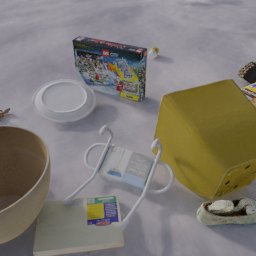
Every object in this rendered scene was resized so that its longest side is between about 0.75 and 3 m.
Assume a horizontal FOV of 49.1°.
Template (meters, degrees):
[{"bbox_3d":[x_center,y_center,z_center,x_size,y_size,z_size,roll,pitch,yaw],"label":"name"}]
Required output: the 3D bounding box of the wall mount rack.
[{"bbox_3d":[-0.297,1.230,7.283,2.744,1.023,2.384,15,69,24],"label":"wall mount rack"}]

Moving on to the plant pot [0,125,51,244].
[{"bbox_3d":[-3.028,1.511,6.335,2.785,1.870,2.785,-1,38,0],"label":"plant pot"}]

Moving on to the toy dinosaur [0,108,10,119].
[{"bbox_3d":[-4.996,-0.374,10.047,1.545,0.467,0.820,-12,18,-26],"label":"toy dinosaur"}]

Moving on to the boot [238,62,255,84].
[{"bbox_3d":[5.972,-2.283,11.970,2.165,0.792,1.630,-27,50,-15],"label":"boot"}]

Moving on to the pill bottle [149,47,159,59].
[{"bbox_3d":[1.314,-3.871,14.449,0.421,0.421,0.752,12,40,15],"label":"pill bottle"}]

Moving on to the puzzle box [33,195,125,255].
[{"bbox_3d":[-1.142,2.278,6.665,2.003,0.255,1.333,-4,38,-6],"label":"puzzle box"}]

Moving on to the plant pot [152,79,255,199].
[{"bbox_3d":[2.289,0.463,7.527,2.297,2.312,2.365,-15,50,-19],"label":"plant pot"}]

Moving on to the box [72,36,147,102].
[{"bbox_3d":[-0.733,-2.369,11.185,2.988,2.041,0.563,17,40,20],"label":"box"}]

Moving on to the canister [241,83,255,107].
[{"bbox_3d":[4.695,-0.807,9.985,2.534,1.097,1.882,-21,43,-23],"label":"canister"}]

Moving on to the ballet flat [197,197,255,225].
[{"bbox_3d":[2.615,1.980,6.779,1.892,0.590,0.638,-7,39,-9],"label":"ballet flat"}]

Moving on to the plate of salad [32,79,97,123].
[{"bbox_3d":[-2.391,-1.008,10.636,2.391,0.574,2.391,3,49,-4],"label":"plate of salad"}]
